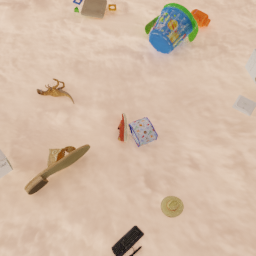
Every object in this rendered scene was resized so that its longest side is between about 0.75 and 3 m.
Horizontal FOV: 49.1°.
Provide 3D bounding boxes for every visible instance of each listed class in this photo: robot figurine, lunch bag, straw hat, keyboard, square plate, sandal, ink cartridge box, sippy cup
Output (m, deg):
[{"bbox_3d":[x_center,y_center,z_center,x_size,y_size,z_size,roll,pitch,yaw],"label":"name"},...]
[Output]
[{"bbox_3d":[3.556,-5.525,14.051,1.163,0.678,0.837,39,68,21],"label":"robot figurine"},{"bbox_3d":[0.560,0.119,10.678,0.827,0.602,0.973,-22,69,-12],"label":"lunch bag"},{"bbox_3d":[1.495,2.566,9.342,0.790,0.334,0.790,0,59,0],"label":"straw hat"},{"bbox_3d":[0.073,3.665,8.785,1.104,0.114,0.702,-38,66,-22],"label":"keyboard"},{"bbox_3d":[4.854,-0.965,11.613,0.811,0.115,0.804,31,63,18],"label":"square plate"},{"bbox_3d":[-2.632,1.134,9.840,2.641,0.968,0.869,-39,73,-16],"label":"sandal"},{"bbox_3d":[-5.628,0.931,9.759,1.922,1.085,2.618,-36,68,-25],"label":"ink cartridge box"},{"bbox_3d":[1.899,-4.433,12.861,1.847,2.352,1.724,40,74,-15],"label":"sippy cup"}]

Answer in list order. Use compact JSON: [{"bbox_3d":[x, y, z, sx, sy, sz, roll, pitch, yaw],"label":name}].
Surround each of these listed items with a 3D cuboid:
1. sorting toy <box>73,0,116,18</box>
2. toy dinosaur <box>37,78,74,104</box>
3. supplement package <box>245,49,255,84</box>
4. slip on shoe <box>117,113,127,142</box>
[{"bbox_3d":[-1.759,-6.266,14.692,2.318,0.316,1.305,9,64,-1],"label":"sorting toy"},{"bbox_3d":[-2.918,-1.536,11.826,1.801,0.544,0.957,9,83,12],"label":"toy dinosaur"},{"bbox_3d":[6.063,-2.334,11.831,1.100,1.143,2.009,-12,59,-8],"label":"supplement package"},{"bbox_3d":[-0.221,-0.052,10.886,0.381,0.461,1.245,-1,63,4],"label":"slip on shoe"}]
